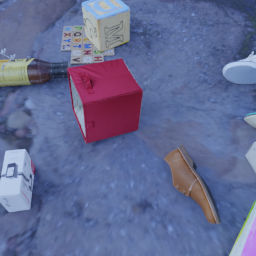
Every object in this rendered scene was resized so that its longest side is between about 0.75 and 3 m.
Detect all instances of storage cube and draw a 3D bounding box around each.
[{"bbox_3d":[-0.672,-0.795,8.006,1.659,1.845,1.577,-14,51,-17],"label":"storage cube"}]

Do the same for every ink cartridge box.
[{"bbox_3d":[-2.726,1.308,6.935,0.525,0.914,1.259,-5,52,-4],"label":"ink cartridge box"}]

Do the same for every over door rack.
[{"bbox_3d":[-3.364,-1.898,7.322,0.771,0.570,0.257,-18,54,43],"label":"over door rack"}]

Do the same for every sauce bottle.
[{"bbox_3d":[-3.350,-1.900,9.476,2.754,0.909,0.909,-4,52,-6],"label":"sauce bottle"}]

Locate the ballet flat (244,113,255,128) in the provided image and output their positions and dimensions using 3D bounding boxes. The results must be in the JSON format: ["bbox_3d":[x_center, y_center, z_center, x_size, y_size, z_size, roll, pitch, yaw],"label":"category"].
[{"bbox_3d":[4.602,-0.091,8.173,2.348,0.816,0.816,-3,52,-4],"label":"ballet flat"}]

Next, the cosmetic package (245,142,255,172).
[{"bbox_3d":[4.398,0.731,7.484,2.056,0.731,1.082,-12,56,-9],"label":"cosmetic package"}]

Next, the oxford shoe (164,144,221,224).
[{"bbox_3d":[1.591,1.483,7.055,0.778,0.778,2.182,-31,52,7],"label":"oxford shoe"}]

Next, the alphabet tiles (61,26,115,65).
[{"bbox_3d":[-1.592,-3.347,11.065,2.063,0.093,2.468,-3,52,-3],"label":"alphabet tiles"}]

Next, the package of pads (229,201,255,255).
[{"bbox_3d":[3.214,2.889,5.726,2.016,0.890,2.609,29,58,21],"label":"package of pads"}]

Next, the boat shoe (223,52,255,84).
[{"bbox_3d":[4.350,-2.168,9.659,2.377,0.878,1.014,-2,52,-4],"label":"boat shoe"}]

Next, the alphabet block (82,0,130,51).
[{"bbox_3d":[-0.816,-4.002,10.637,1.372,1.398,1.365,-25,56,-19],"label":"alphabet block"}]
